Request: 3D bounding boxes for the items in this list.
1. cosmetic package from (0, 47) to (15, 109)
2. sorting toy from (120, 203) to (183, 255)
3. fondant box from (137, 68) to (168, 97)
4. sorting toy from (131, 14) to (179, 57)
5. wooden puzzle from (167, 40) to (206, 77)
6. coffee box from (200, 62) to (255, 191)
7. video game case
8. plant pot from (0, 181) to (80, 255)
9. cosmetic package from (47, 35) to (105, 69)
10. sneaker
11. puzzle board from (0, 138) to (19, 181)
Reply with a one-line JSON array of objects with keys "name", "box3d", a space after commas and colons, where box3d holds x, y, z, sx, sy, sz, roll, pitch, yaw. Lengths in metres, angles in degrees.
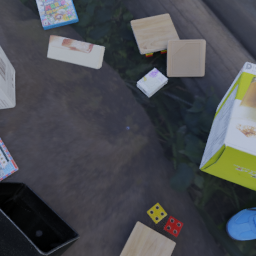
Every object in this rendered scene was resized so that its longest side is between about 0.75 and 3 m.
[{"name": "cosmetic package", "box3d": [-5.586, -1.808, 10.392, 2.182, 1.815, 1.826, -8, 68, -4]}, {"name": "sorting toy", "box3d": [0.616, 3.814, 8.782, 1.358, 0.477, 2.817, 27, 69, 10]}, {"name": "fondant box", "box3d": [0.966, -1.818, 11.222, 1.023, 0.298, 0.738, -40, 73, -16]}, {"name": "sorting toy", "box3d": [1.138, -3.877, 11.910, 1.706, 0.594, 1.696, -13, 68, -5]}, {"name": "wooden puzzle", "box3d": [2.350, -2.818, 11.359, 1.569, 0.292, 1.452, -1, 101, -2]}, {"name": "coffee box", "box3d": [4.326, 0.244, 8.949, 2.890, 2.894, 2.862, 20, 69, 8]}, {"name": "video game case", "box3d": [-3.299, -5.561, 12.824, 1.582, 0.197, 2.211, -17, 68, -6]}, {"name": "plant pot", "box3d": [-3.475, 3.314, 7.948, 2.718, 2.724, 2.417, 38, 85, 14]}, {"name": "cosmetic package", "box3d": [-1.687, -2.513, 9.265, 1.675, 0.866, 0.731, 13, 106, -1]}, {"name": "sneaker", "box3d": [4.555, 2.898, 8.855, 2.824, 1.107, 0.931, -10, 70, -3]}, {"name": "puzzle board", "box3d": [-5.336, 1.046, 10.089, 1.827, 0.211, 2.424, -34, 72, -13]}]
